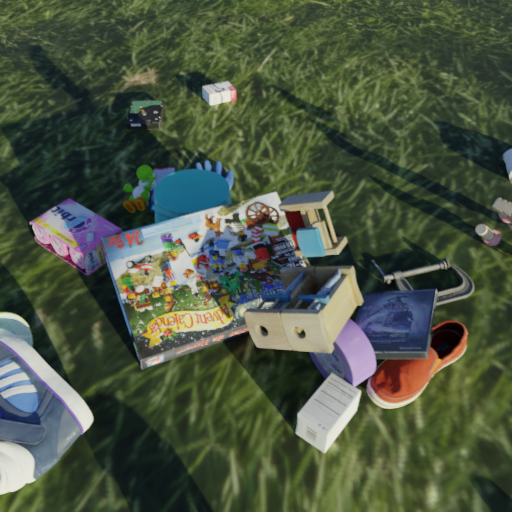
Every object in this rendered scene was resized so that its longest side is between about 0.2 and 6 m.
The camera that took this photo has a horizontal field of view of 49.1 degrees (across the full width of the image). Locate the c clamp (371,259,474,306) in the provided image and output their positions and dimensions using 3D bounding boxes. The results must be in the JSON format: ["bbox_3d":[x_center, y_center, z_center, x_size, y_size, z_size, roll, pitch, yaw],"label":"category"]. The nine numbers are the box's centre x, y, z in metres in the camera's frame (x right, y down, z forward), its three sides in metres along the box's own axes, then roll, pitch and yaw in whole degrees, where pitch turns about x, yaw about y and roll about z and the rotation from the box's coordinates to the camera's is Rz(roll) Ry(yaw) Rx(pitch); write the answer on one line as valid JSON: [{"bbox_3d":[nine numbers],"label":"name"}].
[{"bbox_3d":[3.303,0.413,10.949,1.699,0.230,1.451,-8,42,-8],"label":"c clamp"}]

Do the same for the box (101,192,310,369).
[{"bbox_3d":[-0.774,0.336,10.042,3.389,0.639,2.314,-17,69,-18],"label":"box"}]

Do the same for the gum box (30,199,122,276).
[{"bbox_3d":[-3.726,-0.441,11.620,1.804,0.597,1.024,28,49,28],"label":"gum box"}]

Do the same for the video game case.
[{"bbox_3d":[2.352,1.141,9.619,1.323,0.176,1.851,-5,27,26],"label":"video game case"}]

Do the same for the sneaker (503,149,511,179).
[{"bbox_3d":[6.991,-2.320,13.694,1.764,0.650,1.020,1,45,3],"label":"sneaker"}]

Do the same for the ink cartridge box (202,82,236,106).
[{"bbox_3d":[-1.113,-4.862,16.749,0.853,0.360,0.617,-18,45,-19],"label":"ink cartridge box"}]

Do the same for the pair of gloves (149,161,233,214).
[{"bbox_3d":[-1.646,-1.642,13.231,2.301,0.262,1.850,-5,42,-7],"label":"pair of gloves"}]

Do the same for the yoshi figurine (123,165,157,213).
[{"bbox_3d":[-2.582,-1.574,12.537,0.668,0.665,1.188,25,49,-11],"label":"yoshi figurine"}]

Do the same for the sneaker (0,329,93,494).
[{"bbox_3d":[-3.871,2.291,8.214,2.517,1.014,1.843,32,49,22],"label":"sneaker"}]

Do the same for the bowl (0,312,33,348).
[{"bbox_3d":[-4.384,1.503,8.986,0.732,1.361,1.361,10,41,27],"label":"bowl"}]

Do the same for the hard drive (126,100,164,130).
[{"bbox_3d":[-3.125,-3.997,15.861,0.940,0.255,1.346,-2,42,-2],"label":"hard drive"}]

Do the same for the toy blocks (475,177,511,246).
[{"bbox_3d":[5.694,-0.656,11.329,1.420,1.687,1.576,22,12,-45],"label":"toy blocks"}]

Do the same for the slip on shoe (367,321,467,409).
[{"bbox_3d":[2.655,1.714,9.166,2.158,0.660,0.799,-28,51,-23],"label":"slip on shoe"}]

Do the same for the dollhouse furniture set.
[{"bbox_3d":[0.545,0.242,8.508,1.364,1.946,1.371,-3,28,35],"label":"dollhouse furniture set"}]

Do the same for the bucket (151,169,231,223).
[{"bbox_3d":[-1.309,-0.907,11.715,1.820,1.184,1.820,-1,41,1],"label":"bucket"}]

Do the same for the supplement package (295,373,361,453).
[{"bbox_3d":[1.093,2.372,8.508,0.556,0.554,0.948,28,49,28],"label":"supplement package"}]

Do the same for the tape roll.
[{"bbox_3d":[1.337,1.536,8.974,0.492,1.157,1.157,-27,48,-25],"label":"tape roll"}]
